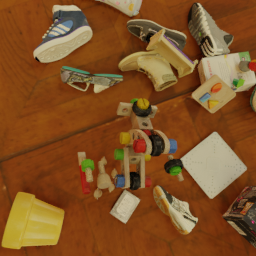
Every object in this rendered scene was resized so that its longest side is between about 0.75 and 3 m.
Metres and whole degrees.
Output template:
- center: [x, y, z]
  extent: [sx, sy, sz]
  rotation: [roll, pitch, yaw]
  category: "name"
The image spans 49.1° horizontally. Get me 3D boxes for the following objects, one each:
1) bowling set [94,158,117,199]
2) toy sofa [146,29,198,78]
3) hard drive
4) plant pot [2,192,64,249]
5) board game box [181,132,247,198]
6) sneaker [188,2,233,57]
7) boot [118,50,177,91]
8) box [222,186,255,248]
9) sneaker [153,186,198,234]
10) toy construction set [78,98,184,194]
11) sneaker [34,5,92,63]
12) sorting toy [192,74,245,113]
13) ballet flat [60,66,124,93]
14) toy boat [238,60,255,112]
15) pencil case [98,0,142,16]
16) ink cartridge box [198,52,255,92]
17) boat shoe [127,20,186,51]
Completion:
- center: [-0.634, 1.908, 10.543]
  extent: [1.118, 0.862, 1.606]
  rotation: [6, 78, 2]
  category: "bowling set"
- center: [1.815, -3.035, 11.162]
  extent: [2.004, 0.830, 0.978]
  rotation: [36, 66, -20]
  category: "toy sofa"
- center: [-0.106, 2.979, 10.660]
  extent: [0.740, 0.200, 1.059]
  rotation: [33, 81, 7]
  category: "hard drive"
- center: [-3.245, 3.326, 9.862]
  extent: [1.746, 1.855, 1.855]
  rotation: [14, 78, -13]
  category: "plant pot"
- center: [3.309, 1.434, 10.960]
  extent: [1.890, 0.245, 1.890]
  rotation: [-37, 81, -7]
  category: "board game box"
- center: [3.582, -4.114, 11.906]
  extent: [1.548, 1.006, 2.681]
  rotation: [-3, 68, -22]
  category: "sneaker"
- center: [0.815, -2.259, 11.458]
  extent: [2.132, 0.776, 1.657]
  rotation: [-15, 75, -9]
  category: "boot"
- center: [5.131, 3.508, 9.669]
  extent: [2.884, 1.906, 1.655]
  rotation: [44, 77, 9]
  category: "box"
- center: [1.772, 2.922, 10.503]
  extent: [0.883, 0.762, 2.015]
  rotation: [-32, 80, -25]
  category: "sneaker"
- center: [-0.084, 0.451, 8.211]
  extent: [2.966, 2.474, 2.279]
  rotation: [-16, 55, -1]
  category: "toy construction set"
- center: [-2.993, -4.112, 11.786]
  extent: [2.676, 1.078, 1.960]
  rotation: [-29, 73, -3]
  category: "sneaker"
- center: [3.556, -1.446, 10.808]
  extent: [1.340, 0.267, 1.813]
  rotation: [35, 118, -26]
  category: "sorting toy"
- center: [-1.495, -1.908, 11.460]
  extent: [2.584, 0.930, 0.930]
  rotation: [9, 78, 2]
  category: "ballet flat"
- center: [5.275, -1.773, 10.973]
  extent: [2.049, 1.132, 2.437]
  rotation: [-51, 120, -9]
  category: "toy boat"
- center: [-0.769, -5.874, 12.020]
  extent: [2.904, 1.207, 1.317]
  rotation: [21, 92, 5]
  category: "pencil case"
- center: [3.975, -2.187, 11.417]
  extent: [1.944, 0.851, 1.413]
  rotation: [-8, 78, -3]
  category: "ink cartridge box"
- center: [1.155, -3.834, 11.754]
  extent: [2.631, 0.879, 0.750]
  rotation: [16, 73, 0]
  category: "boat shoe"
